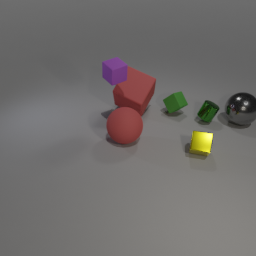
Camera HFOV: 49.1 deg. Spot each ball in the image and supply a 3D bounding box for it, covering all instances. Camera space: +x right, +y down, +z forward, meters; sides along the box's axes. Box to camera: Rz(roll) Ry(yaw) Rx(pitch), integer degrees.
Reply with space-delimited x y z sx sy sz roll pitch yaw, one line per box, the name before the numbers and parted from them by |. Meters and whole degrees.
ball | -0.123 -0.096 10.672 1.400 1.400 1.400 0 31 0
ball | 4.828 -0.811 11.864 1.400 1.400 1.400 0 31 0

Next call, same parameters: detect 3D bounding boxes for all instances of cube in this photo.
cube | 2.152 -1.167 12.703 0.700 0.700 0.700 -18 -9 -47
cube | 0.289 -1.592 12.410 1.400 1.400 1.400 26 74 10
cube | 2.604 0.557 10.030 0.700 0.700 0.700 10 76 11
cube | -0.501 -2.147 10.584 0.700 0.700 0.700 -25 50 -27

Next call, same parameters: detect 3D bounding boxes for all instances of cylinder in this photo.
cylinder | 3.455 -0.729 12.055 0.700 0.700 0.700 20 29 -12
